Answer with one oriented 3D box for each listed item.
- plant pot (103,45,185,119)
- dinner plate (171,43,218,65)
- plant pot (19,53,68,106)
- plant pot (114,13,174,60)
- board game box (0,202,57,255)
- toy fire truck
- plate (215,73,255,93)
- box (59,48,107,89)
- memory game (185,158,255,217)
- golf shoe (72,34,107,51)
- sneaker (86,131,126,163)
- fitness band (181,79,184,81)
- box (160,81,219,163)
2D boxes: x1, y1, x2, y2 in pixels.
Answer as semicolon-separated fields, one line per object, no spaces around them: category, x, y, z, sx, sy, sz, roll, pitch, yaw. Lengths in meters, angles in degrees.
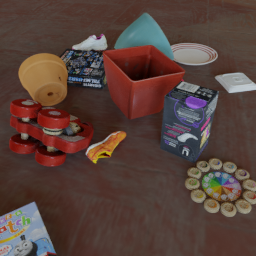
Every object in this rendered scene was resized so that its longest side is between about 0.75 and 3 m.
plant pot;0.448;-1.756;11.263;2.378;2.098;2.380;-15;46;-27
dinner plate;3.556;-4.119;15.807;2.861;0.347;2.861;1;39;-1
plant pot;-3.465;-1.918;11.906;2.037;2.037;1.425;-15;57;-17
plant pot;0.637;-3.858;13.772;2.129;2.653;2.653;-34;43;4
board game box;-2.724;3.040;6.781;1.698;0.411;2.244;-21;43;-24
toy fire truck;-2.530;-0.037;9.850;2.998;1.681;2.518;19;22;25
plate;5.259;-2.272;13.564;1.565;0.253;1.562;-8;39;-9
box;-2.257;-3.071;14.205;2.828;0.708;2.850;6;39;8
memory game;2.871;1.747;8.618;2.226;0.142;2.226;0;38;0
golf shoe;-2.260;-4.990;16.427;2.069;0.947;0.779;-12;41;-12
sneaker;-0.669;0.670;9.752;1.704;0.622;0.657;-34;72;-30
fitness band;1.687;-1.923;13.065;2.077;0.389;1.492;-32;51;-33
box;1.994;-0.200;9.346;1.382;2.261;1.199;23;44;26
